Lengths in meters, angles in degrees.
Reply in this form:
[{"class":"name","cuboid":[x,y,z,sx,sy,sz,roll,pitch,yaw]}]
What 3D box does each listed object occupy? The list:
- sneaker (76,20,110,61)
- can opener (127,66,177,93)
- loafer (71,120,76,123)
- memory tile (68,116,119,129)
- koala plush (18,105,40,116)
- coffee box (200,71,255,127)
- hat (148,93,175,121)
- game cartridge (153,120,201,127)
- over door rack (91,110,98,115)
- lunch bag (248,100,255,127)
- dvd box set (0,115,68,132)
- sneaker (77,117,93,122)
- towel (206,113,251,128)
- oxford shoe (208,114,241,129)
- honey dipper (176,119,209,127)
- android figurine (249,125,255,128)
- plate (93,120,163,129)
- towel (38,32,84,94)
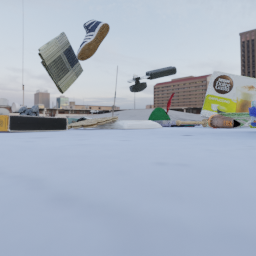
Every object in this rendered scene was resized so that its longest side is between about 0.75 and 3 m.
[{"class":"sneaker","cuboid":[-1.248,-2.779,8.779,0.771,1.421,0.498,38,-2,35]},{"class":"can opener","cuboid":[1.081,-2.276,12.775,2.393,0.795,0.630,-20,21,-12]},{"class":"loafer","cuboid":[-1.948,-0.163,11.930,1.004,0.316,0.361,-1,1,-40]},{"class":"memory tile","cuboid":[-1.148,-0.160,8.751,1.275,0.140,1.663,-5,7,29]},{"class":"koala plush","cuboid":[-5.233,-0.433,14.358,1.112,1.152,1.254,-4,20,21]},{"class":"coffee box","cuboid":[5.103,-1.415,14.145,2.307,2.285,2.311,15,4,12]},{"class":"hat","cuboid":[1.899,-1.175,16.920,2.042,2.170,2.466,0,1,7]},{"class":"game cartridge","cuboid":[2.528,-0.222,14.695,2.183,0.419,1.415,0,5,-18]},{"class":"over door rack","cuboid":[-2.061,-0.587,17.641,0.454,1.006,1.362,-5,1,-3]},{"class":"lunch bag","cuboid":[3.433,-0.278,5.587,1.680,0.792,2.097,-2,2,3]},{"class":"dvd box set","cuboid":[-3.032,-0.110,6.887,2.501,0.368,1.830,1,0,28]},{"class":"sneaker","cuboid":[-3.077,-0.432,19.463,1.768,0.669,0.774,1,6,38]},{"class":"towel","cuboid":[4.247,-0.301,11.669,1.616,0.248,2.118,0,-10,3]},{"class":"oxford shoe","cuboid":[3.532,-0.227,10.238,1.495,0.533,0.545,0,5,-35]},{"class":"honey dipper","cuboid":[3.157,-0.233,13.162,2.247,0.427,0.427,-1,1,-32]},{"class":"android figurine","cuboid":[5.363,-0.072,11.473,0.717,0.162,0.788,-1,3,-24]},{"class":"plate","cuboid":[-0.073,-0.117,9.773,1.884,0.305,1.880,-2,3,-44]},{"class":"towel","cuboid":[-2.293,-2.241,9.636,0.290,1.619,1.682,-5,37,28]}]
